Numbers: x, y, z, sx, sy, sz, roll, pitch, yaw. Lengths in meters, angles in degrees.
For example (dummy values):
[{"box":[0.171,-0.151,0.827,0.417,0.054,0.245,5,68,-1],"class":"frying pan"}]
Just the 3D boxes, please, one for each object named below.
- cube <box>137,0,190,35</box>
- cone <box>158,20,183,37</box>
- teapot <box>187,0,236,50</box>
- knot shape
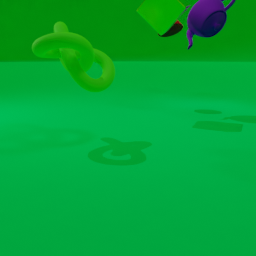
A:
[{"box":[1.041,-3.474,8.105,1.005,1.005,1.005,43,32,-5],"class":"cube"},{"box":[1.463,-4.036,10.368,0.942,0.946,0.942,-12,-9,-2],"class":"cone"},{"box":[2.543,-3.421,8.984,1.276,2.052,1.005,24,30,-49],"class":"teapot"},{"box":[-1.238,-1.614,6.082,1.909,0.882,1.786,39,9,16],"class":"knot shape"}]
